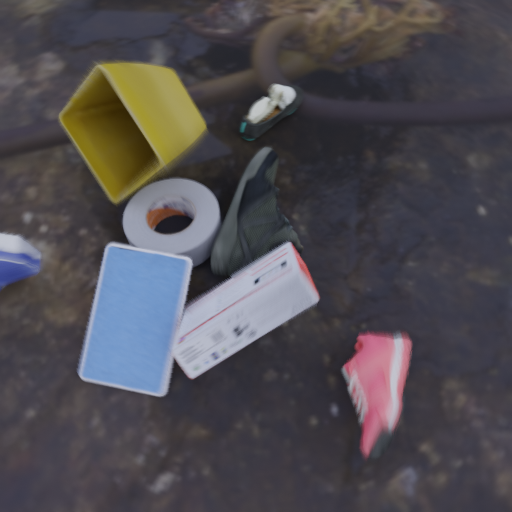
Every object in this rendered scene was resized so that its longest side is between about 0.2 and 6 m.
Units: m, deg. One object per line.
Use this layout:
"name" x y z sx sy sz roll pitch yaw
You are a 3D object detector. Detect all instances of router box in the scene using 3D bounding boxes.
"router box" -0.160 0.710 8.214 2.065 1.854 0.505 -33 101 7

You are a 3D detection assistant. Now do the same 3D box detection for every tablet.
"tablet" -1.917 0.997 8.915 1.448 0.152 2.226 10 86 7

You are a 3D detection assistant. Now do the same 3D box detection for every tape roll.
"tape roll" -1.456 -0.556 9.859 1.675 0.553 1.675 -2 55 3

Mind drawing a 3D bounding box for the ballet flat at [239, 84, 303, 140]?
"ballet flat" 0.352 -3.004 11.237 0.606 0.609 1.781 36 67 17

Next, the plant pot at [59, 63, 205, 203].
"plant pot" -1.971 -2.242 9.588 1.554 1.762 1.762 -39 100 -42

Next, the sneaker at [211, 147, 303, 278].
"sneaker" 0.243 -0.678 9.829 1.446 0.965 2.525 15 66 6

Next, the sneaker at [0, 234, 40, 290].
"sneaker" -4.941 0.659 8.995 2.896 1.170 1.673 -7 71 5

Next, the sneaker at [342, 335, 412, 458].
"sneaker" 1.674 1.994 8.246 0.931 0.791 2.147 15 39 11
